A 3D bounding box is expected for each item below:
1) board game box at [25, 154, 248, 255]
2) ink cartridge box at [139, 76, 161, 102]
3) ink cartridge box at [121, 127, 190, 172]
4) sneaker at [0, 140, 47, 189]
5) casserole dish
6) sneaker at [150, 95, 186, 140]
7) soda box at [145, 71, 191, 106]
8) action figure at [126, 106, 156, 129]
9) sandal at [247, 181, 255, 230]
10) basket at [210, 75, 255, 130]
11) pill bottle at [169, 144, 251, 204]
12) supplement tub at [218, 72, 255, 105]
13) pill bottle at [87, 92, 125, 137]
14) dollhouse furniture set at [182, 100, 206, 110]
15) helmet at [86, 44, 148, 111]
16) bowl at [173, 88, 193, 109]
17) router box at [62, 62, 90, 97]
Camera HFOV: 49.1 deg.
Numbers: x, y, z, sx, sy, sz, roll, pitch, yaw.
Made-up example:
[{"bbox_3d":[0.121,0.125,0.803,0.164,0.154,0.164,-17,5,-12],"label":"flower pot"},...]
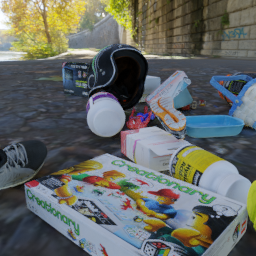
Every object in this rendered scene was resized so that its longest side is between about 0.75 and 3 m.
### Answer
[{"bbox_3d":[0.016,1.218,4.312,2.952,0.511,1.864,15,22,39],"label":"board game box"},{"bbox_3d":[0.098,-2.056,13.943,1.952,1.106,2.663,-11,20,-31],"label":"ink cartridge box"},{"bbox_3d":[0.661,0.510,6.491,1.042,0.604,1.789,-8,17,-24],"label":"ink cartridge box"},{"bbox_3d":[-2.149,0.628,4.995,1.226,0.797,2.124,-38,-4,43],"label":"sneaker"},{"bbox_3d":[2.532,-0.052,8.676,2.090,0.406,1.266,-2,17,-9],"label":"casserole dish"},{"bbox_3d":[0.912,-0.255,6.378,0.549,0.542,1.403,-24,39,2],"label":"sneaker"},{"bbox_3d":[1.270,-1.177,8.968,1.477,0.505,0.470,-41,20,-1],"label":"soda box"},{"bbox_3d":[0.466,-0.377,9.590,0.722,0.570,2.206,9,22,19],"label":"action figure"},{"bbox_3d":[2.409,1.342,3.312,0.923,0.842,2.119,-7,36,-36],"label":"sandal"},{"bbox_3d":[4.132,-1.046,9.366,2.077,1.639,2.356,-9,50,-30],"label":"basket"},{"bbox_3d":[1.430,0.867,4.981,0.803,0.803,1.442,-8,17,-23],"label":"pill bottle"},{"bbox_3d":[5.010,-1.514,11.626,1.477,1.477,2.410,-7,20,-23],"label":"supplement tub"},{"bbox_3d":[-0.704,-0.412,8.602,1.115,1.115,1.983,-3,18,-8],"label":"pill bottle"},{"bbox_3d":[2.746,-0.975,11.699,0.954,0.388,0.513,4,18,12],"label":"dollhouse furniture set"},{"bbox_3d":[-0.412,-1.956,10.348,2.291,2.184,2.291,8,-24,4],"label":"helmet"},{"bbox_3d":[1.841,-1.421,11.780,1.654,0.865,1.654,-12,17,4],"label":"bowl"},{"bbox_3d":[-2.528,-2.581,14.734,2.227,1.668,0.692,14,22,40],"label":"router box"}]
